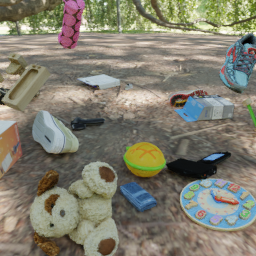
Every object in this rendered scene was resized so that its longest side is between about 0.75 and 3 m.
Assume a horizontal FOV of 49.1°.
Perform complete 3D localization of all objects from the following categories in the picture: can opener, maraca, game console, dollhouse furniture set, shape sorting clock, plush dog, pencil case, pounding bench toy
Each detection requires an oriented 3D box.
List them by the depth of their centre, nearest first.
[{"bbox_3d":[-1.116,1.626,5.581,1.587,1.847,1.482,2,-12,-18],"label":"plush dog"},{"bbox_3d":[2.098,1.708,6.547,1.736,0.341,1.736,0,23,0],"label":"shape sorting clock"},{"bbox_3d":[0.452,0.815,7.915,1.162,0.907,1.695,8,15,-5],"label":"maraca"},{"bbox_3d":[2.168,0.985,8.095,2.064,0.249,1.217,-14,15,-40],"label":"game console"},{"bbox_3d":[-4.270,-1.786,9.005,2.200,1.793,2.093,17,64,26],"label":"dollhouse furniture set"},{"bbox_3d":[4.907,-0.375,10.066,1.578,1.231,0.980,7,-6,13],"label":"pounding bench toy"},{"bbox_3d":[-2.219,-4.081,10.795,0.919,2.024,0.948,-23,67,-34],"label":"pencil case"},{"bbox_3d":[-1.565,-0.195,10.952,1.364,0.536,0.432,-8,-14,-24],"label":"can opener"}]

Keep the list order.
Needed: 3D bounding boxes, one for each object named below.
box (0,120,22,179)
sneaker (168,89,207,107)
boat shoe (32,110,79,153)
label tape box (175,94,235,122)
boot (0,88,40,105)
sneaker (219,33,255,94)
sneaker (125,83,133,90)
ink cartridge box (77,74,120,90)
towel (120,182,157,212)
[{"bbox_3d":[-3.821,0.607,7.972,0.840,1.203,1.581,2,24,6],"label":"box"},{"bbox_3d":[2.870,-1.530,13.420,1.978,0.770,0.812,-4,23,-11],"label":"sneaker"},{"bbox_3d":[-2.541,0.201,9.510,0.879,1.020,2.834,18,12,-35],"label":"boat shoe"},{"bbox_3d":[3.256,-0.893,12.097,2.069,0.655,1.492,-5,24,-12],"label":"label tape box"},{"bbox_3d":[-5.579,-1.711,13.797,2.137,0.782,1.609,11,27,15],"label":"boot"},{"bbox_3d":[3.618,-2.171,8.932,0.925,1.114,2.332,22,58,-7],"label":"sneaker"},{"bbox_3d":[0.072,-2.409,15.972,0.296,0.325,0.792,7,25,16],"label":"sneaker"},{"bbox_3d":[-1.755,-2.689,16.524,1.914,0.389,1.911,-16,28,-32],"label":"ink cartridge box"},{"bbox_3d":[0.240,1.644,6.831,0.528,0.230,0.946,-14,27,-31],"label":"towel"}]
